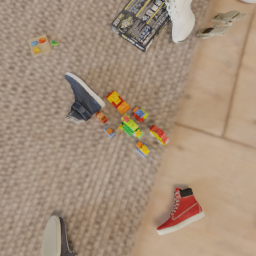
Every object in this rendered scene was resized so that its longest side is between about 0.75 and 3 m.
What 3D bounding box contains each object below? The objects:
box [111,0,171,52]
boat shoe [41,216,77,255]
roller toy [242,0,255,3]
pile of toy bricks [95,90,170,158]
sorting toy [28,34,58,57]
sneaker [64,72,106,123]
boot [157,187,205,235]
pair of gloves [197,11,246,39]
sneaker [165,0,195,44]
[{"bbox_3d":[0.483,-3.502,9.010,1.380,0.420,1.712,35,81,4],"label":"box"},{"bbox_3d":[-1.819,3.743,7.710,0.811,0.939,2.585,9,70,-42],"label":"boat shoe"},{"bbox_3d":[4.076,-4.762,8.868,1.400,0.978,1.277,1,72,-5],"label":"roller toy"},{"bbox_3d":[0.043,-0.103,8.051,2.287,1.129,1.269,44,83,7],"label":"pile of toy bricks"},{"bbox_3d":[-2.718,-2.721,9.021,0.892,0.131,0.660,-21,80,-3],"label":"sorting toy"},{"bbox_3d":[-1.619,-0.873,8.457,1.565,0.595,1.131,44,80,6],"label":"sneaker"},{"bbox_3d":[1.316,2.305,7.961,1.448,0.524,1.045,-24,80,-12],"label":"boot"},{"bbox_3d":[2.858,-3.169,8.651,1.309,1.113,0.230,-46,123,-18],"label":"pair of gloves"},{"bbox_3d":[1.509,-3.675,8.557,0.956,0.818,2.195,8,82,-34],"label":"sneaker"}]
